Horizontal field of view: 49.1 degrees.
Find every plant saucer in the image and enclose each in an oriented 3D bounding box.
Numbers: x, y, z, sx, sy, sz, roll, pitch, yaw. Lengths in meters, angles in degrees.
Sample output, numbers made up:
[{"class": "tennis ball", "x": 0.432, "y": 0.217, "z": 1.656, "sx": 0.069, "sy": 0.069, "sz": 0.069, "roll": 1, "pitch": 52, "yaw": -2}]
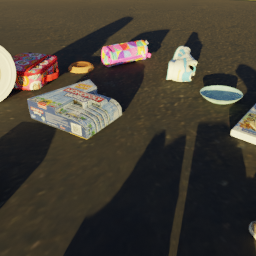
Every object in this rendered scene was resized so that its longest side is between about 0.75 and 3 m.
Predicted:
[{"class": "plant saucer", "x": 3.372, "y": -1.159, "z": 10.192, "sx": 1.493, "sy": 0.287, "sz": 1.493, "roll": -1, "pitch": 28, "yaw": 1}, {"class": "plant saucer", "x": -2.207, "y": -2.881, "z": 13.161, "sx": 1.195, "sy": 0.224, "sz": 1.195, "roll": -1, "pitch": 31, "yaw": 0}]

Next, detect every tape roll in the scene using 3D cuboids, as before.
[{"class": "tape roll", "x": -5.059, "y": -1.872, "z": 9.449, "sx": 0.814, "sy": 2.326, "sz": 2.326, "roll": 26, "pitch": 40, "yaw": 35}]

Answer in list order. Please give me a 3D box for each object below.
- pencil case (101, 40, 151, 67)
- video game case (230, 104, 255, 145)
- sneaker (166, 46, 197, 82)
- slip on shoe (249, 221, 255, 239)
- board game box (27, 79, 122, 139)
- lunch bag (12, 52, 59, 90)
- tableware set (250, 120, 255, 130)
[{"class": "pencil case", "x": -0.104, "y": -3.673, "z": 13.733, "sx": 2.408, "sy": 1.064, "sz": 1.064, "roll": -19, "pitch": 36, "yaw": -26}, {"class": "video game case", "x": 4.548, "y": -0.094, "z": 8.479, "sx": 1.930, "sy": 0.243, "sz": 2.695, "roll": 23, "pitch": 38, "yaw": 32}, {"class": "sneaker", "x": 2.481, "y": -2.778, "z": 12.345, "sx": 1.093, "sy": 1.036, "sz": 2.707, "roll": 14, "pitch": 41, "yaw": 13}, {"class": "slip on shoe", "x": 2.756, "y": 1.982, "z": 4.875, "sx": 0.479, "sy": 0.382, "sz": 1.260, "roll": -21, "pitch": 37, "yaw": -31}, {"class": "board game box", "x": -1.503, "y": -0.792, "z": 9.160, "sx": 2.389, "sy": 0.737, "sz": 2.387, "roll": 18, "pitch": 36, "yaw": 27}, {"class": "lunch bag", "x": -3.952, "y": -2.368, "z": 11.672, "sx": 2.107, "sy": 0.980, "sz": 2.392, "roll": 9, "pitch": 32, "yaw": 6}, {"class": "tableware set", "x": 4.697, "y": 0.247, "z": 7.169, "sx": 2.809, "sy": 0.326, "sz": 2.347, "roll": -23, "pitch": 53, "yaw": -30}]
